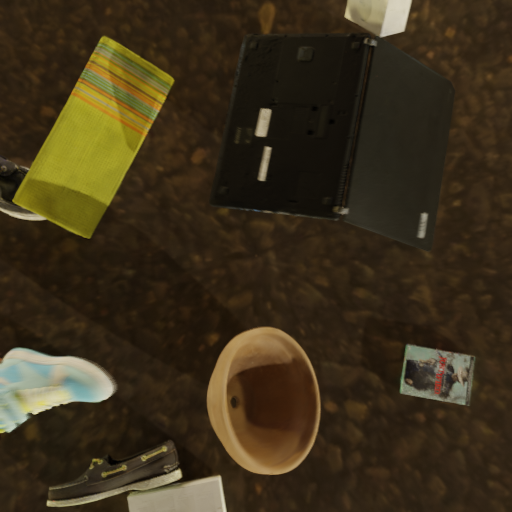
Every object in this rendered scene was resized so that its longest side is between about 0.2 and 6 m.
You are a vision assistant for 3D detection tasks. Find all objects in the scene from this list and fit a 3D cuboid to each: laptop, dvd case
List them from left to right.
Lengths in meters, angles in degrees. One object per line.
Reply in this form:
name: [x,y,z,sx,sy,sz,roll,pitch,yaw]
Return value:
laptop: [1.538,-2.175,10.726,3.924,2.027,3.478,8,81,21]
dvd case: [3.348,2.196,10.355,1.260,0.139,0.920,11,81,1]

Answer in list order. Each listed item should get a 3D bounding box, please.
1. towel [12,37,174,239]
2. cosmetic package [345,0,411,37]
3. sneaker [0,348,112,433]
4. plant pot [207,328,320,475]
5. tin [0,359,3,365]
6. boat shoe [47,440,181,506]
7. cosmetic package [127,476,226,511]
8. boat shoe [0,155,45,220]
towel: [-3.037,-2.244,10.657,1.552,0.326,3.606,29,82,-20]
cosmetic package: [2.364,-4.977,10.714,0.673,1.095,1.092,-24,52,-24]
sneaker: [-3.642,2.421,9.345,2.293,0.912,1.497,3,36,24]
plant pot: [-0.046,2.470,9.592,2.353,1.086,2.353,18,64,-41]
tin: [-5.211,2.306,10.260,1.565,0.328,0.876,-1,76,0]
boat shoe: [-2.498,3.811,9.802,2.297,0.819,0.692,-11,78,-8]
cosmetic package: [-1.339,4.666,9.830,1.635,0.422,1.233,-9,80,-2]
boat shoe: [-5.028,-1.548,10.485,2.820,0.934,0.986,29,83,1]
